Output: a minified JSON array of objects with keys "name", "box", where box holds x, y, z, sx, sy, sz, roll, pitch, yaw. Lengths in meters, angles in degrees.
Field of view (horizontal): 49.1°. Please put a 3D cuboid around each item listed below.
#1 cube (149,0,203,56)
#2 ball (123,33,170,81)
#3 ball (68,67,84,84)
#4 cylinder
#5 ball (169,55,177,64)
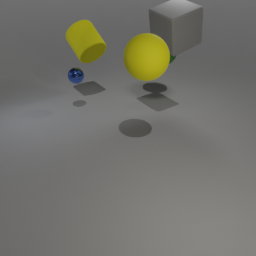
[{"name":"cube","box":[1.764,-3.759,10.367,1.400,1.400,1.400,-29,47,-18]},{"name":"ball","box":[0.560,-2.134,8.482,1.400,1.400,1.400,0,30,0]},{"name":"ball","box":[-2.266,-2.277,12.182,0.700,0.700,0.700,0,30,0]},{"name":"cylinder","box":[-1.936,-3.965,12.921,1.400,1.400,1.400,-24,75,-35]},{"name":"ball","box":[1.674,-3.710,13.479,1.400,1.400,1.400,0,30,0]}]
